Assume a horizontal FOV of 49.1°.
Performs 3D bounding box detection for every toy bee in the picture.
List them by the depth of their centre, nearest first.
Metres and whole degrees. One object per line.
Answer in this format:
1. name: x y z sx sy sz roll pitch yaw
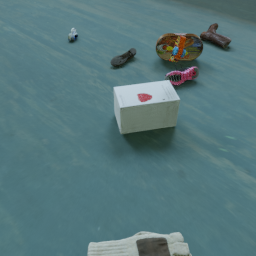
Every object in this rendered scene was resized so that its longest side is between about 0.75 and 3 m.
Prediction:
1. toy bee: 1.425 -2.234 8.447 0.669 0.556 1.022 34 78 -18

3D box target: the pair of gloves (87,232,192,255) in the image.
1. pair of gloves: 0.398 3.203 5.252 2.157 0.445 2.536 -7 46 -12

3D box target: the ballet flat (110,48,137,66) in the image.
1. ballet flat: -0.188 -2.963 11.908 1.418 0.329 0.478 -40 83 -27

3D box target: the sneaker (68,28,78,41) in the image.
1. sneaker: -2.594 -4.482 13.513 0.393 0.355 0.922 12 51 -2

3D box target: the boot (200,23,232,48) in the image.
1. boot: 4.374 -4.356 13.217 1.371 0.473 1.472 -42 53 -20

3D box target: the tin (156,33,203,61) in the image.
1. tin: 2.145 -3.407 11.788 1.967 1.102 0.412 2 36 1

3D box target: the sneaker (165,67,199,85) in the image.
1. sneaker: 2.000 -2.056 10.845 1.434 0.567 0.684 -14 27 -18

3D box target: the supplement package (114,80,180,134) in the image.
1. supplement package: 0.546 -0.675 8.863 1.843 1.103 1.117 -9 44 -9
